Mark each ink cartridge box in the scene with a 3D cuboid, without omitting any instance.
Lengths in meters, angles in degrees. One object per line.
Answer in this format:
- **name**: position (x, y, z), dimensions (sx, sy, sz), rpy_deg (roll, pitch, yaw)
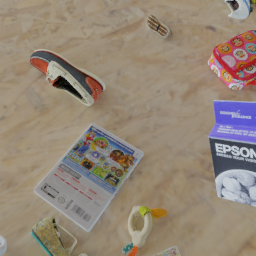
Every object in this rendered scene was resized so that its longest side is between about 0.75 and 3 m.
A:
- **ink cartridge box**: position (2.514, 0.571, 4.912), dimensions (2.095, 2.115, 0.459), rpy_deg (7, 33, 41)

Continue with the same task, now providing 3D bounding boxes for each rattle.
- **rattle**: position (0.403, 2.491, 6.660), dimensions (0.777, 0.853, 1.194), rpy_deg (-5, 70, 35)

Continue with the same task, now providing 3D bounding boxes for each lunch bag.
- **lunch bag**: position (3.886, -2.124, 9.110), dimensions (2.071, 0.849, 1.825), rpy_deg (-27, 67, -15)

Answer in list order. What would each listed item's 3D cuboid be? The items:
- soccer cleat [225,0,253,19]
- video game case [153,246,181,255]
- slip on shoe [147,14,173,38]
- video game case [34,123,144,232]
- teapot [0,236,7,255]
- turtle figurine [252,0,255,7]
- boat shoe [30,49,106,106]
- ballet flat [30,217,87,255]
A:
- **soccer cleat**: position (2.881, -3.622, 7.399), dimensions (0.653, 0.528, 1.512), rpy_deg (-3, 81, -6)
- **video game case**: position (0.919, 3.211, 6.272), dimensions (0.774, 0.097, 0.850), rpy_deg (-18, 60, -11)
- **slip on shoe**: position (1.173, -3.736, 10.310), dimensions (0.387, 0.485, 1.276), rpy_deg (-2, 42, -45)
- **video game case**: position (-0.982, 1.170, 7.432), dimensions (1.777, 0.224, 2.481), rpy_deg (30, 64, 17)
- **teapot**: position (-4.235, 2.540, 5.806), dimensions (2.330, 1.724, 2.361), rpy_deg (-41, 94, 0)
- **turtle figurine**: position (4.985, -5.190, 11.056), dimensions (1.486, 0.593, 1.843), rpy_deg (0, 67, 9)
- **boat shoe**: position (-2.028, -1.579, 8.717), dimensions (2.704, 0.962, 0.846), rpy_deg (29, 65, 11)
- **ballet flat**: position (-1.310, 2.841, 6.155), dimensions (0.765, 0.765, 2.165), rpy_deg (-38, 64, -20)
